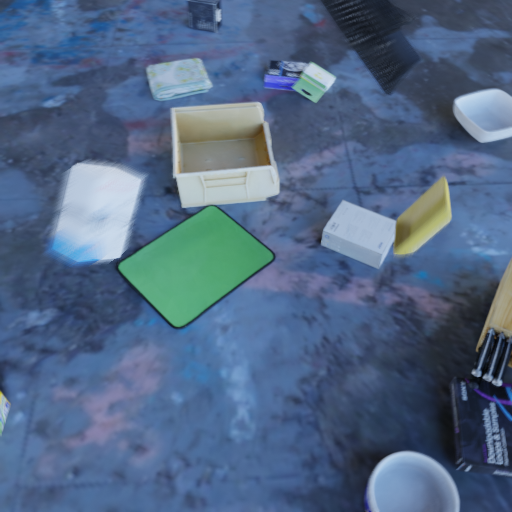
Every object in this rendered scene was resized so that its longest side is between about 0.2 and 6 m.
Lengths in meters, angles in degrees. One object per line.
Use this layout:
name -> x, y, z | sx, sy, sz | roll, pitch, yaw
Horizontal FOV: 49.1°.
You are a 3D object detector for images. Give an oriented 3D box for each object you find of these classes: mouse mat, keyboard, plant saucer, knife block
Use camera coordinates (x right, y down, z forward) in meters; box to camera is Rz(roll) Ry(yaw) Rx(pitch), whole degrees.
mouse mat -> -1.143, 0.118, 10.721 | 2.515, 0.095, 2.024 | -36, 60, -24
keyboard -> 1.839, -4.451, 10.325 | 0.587, 1.542, 2.962 | -29, 80, -23
plant saucer -> 2.452, -0.530, 8.131 | 0.251, 1.036, 1.035 | 37, 34, -8
knife block -> 4.042, 1.196, 9.154 | 2.129, 0.776, 2.425 | -9, 45, -12

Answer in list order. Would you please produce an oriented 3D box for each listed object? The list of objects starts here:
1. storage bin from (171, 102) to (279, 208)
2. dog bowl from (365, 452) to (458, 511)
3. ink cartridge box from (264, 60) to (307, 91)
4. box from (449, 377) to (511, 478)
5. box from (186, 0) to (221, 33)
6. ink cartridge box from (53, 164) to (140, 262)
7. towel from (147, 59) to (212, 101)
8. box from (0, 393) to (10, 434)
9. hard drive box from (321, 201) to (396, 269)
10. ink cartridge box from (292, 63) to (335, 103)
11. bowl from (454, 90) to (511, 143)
storage bin -> -0.682, -2.193, 11.981 | 2.112, 0.997, 2.127 | -6, 51, -4
dog bowl -> 2.148, 3.410, 7.822 | 1.205, 0.474, 1.205 | 0, 51, 0
ink cartridge box -> 0.760, -4.658, 14.458 | 1.003, 0.220, 1.013 | 7, 53, 5
box -> 4.025, 2.650, 8.506 | 1.989, 0.359, 1.422 | 5, 51, 5
box -> -1.459, -6.860, 15.807 | 0.842, 0.857, 0.531 | 12, 51, 9
ink cartridge box -> -2.385, -0.637, 8.416 | 0.564, 1.315, 0.963 | 25, 15, 23
towel -> -1.966, -4.506, 14.263 | 1.480, 0.356, 1.266 | -12, 49, -9
box -> -5.645, 2.430, 8.195 | 3.498, 1.125, 1.226 | 1, 52, 0
hard drive box -> 2.022, -0.429, 10.899 | 1.222, 0.469, 0.952 | 24, 55, 18
ink cartridge box -> 1.453, -4.373, 14.103 | 0.730, 0.240, 1.003 | 33, 55, 3
bowl -> 5.443, -3.210, 13.095 | 1.425, 0.533, 1.427 | -16, 54, -12
